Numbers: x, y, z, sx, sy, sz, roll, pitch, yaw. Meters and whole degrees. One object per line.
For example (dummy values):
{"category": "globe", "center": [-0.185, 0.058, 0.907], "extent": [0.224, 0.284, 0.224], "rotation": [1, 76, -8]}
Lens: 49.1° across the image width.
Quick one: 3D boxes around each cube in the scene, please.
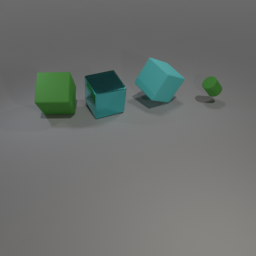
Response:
{"category": "cube", "center": [-3.079, -1.462, 12.102], "extent": [1.400, 1.400, 1.400], "rotation": [-1, 72, 0]}
{"category": "cube", "center": [-1.020, -1.488, 12.356], "extent": [1.400, 1.400, 1.400], "rotation": [-16, 51, -20]}
{"category": "cube", "center": [1.459, -2.189, 12.993], "extent": [1.400, 1.400, 1.400], "rotation": [1, 41, -48]}

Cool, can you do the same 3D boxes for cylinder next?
{"category": "cylinder", "center": [3.907, -1.920, 12.994], "extent": [0.700, 0.700, 0.700], "rotation": [-24, 47, 29]}
